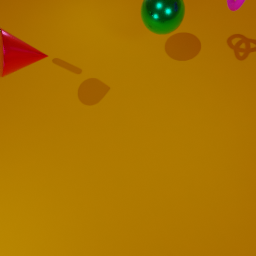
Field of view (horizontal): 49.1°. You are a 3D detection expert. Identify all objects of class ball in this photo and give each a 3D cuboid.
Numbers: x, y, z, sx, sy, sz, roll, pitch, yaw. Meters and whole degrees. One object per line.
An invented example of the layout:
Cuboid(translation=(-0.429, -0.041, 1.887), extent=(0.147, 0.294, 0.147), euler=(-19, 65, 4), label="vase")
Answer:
Cuboid(translation=(0.962, -3.240, 7.786), extent=(1.233, 1.233, 1.233), euler=(0, 67, 0), label="ball")

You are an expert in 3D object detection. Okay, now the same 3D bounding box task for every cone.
Cuboid(translation=(-2.303, -1.644, 6.272), extent=(1.047, 1.043, 1.043), euler=(-5, 64, -31), label="cone")

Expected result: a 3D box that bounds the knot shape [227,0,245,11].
Cuboid(translation=(2.545, -3.439, 6.524), extent=(0.538, 1.164, 1.090), euler=(-5, 47, -47), label="knot shape")
